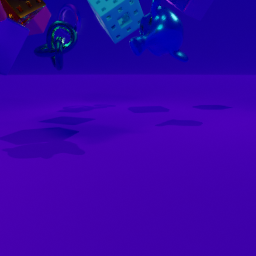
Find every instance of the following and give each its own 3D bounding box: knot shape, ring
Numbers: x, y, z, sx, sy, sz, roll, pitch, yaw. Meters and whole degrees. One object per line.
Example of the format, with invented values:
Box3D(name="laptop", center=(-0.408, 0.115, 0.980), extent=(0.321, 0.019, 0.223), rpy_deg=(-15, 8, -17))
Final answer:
Box3D(name="knot shape", center=(-2.468, -2.975, 9.855), extent=(1.707, 1.597, 0.789), rpy_deg=(39, 9, 36))
Box3D(name="ring", center=(-2.116, -3.891, 10.081), extent=(1.115, 1.115, 0.223), rpy_deg=(8, 20, 34))

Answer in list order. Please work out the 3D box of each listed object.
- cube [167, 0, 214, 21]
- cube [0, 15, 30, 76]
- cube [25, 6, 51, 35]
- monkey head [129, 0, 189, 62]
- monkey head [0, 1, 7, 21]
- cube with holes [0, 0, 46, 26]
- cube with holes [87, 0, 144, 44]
Box3D(name="cube", center=(2.093, -4.353, 9.213), extent=(1.027, 1.027, 1.027), rpy_deg=(-1, 44, -44))
Box3D(name="cube", center=(-2.809, -1.795, 5.332), extent=(1.082, 1.082, 1.082), rpy_deg=(34, 10, 13))
Box3D(name="cube", center=(-3.131, -3.569, 8.802), extent=(0.892, 0.892, 0.892), rpy_deg=(-1, -31, 20))
Box3D(name="monkey head", center=(0.702, -2.197, 6.610), extent=(1.052, 1.746, 1.256), rpy_deg=(-9, 26, 46))
Box3D(name="monkey head", center=(-2.405, -1.838, 3.783), extent=(1.162, 1.929, 1.388), rpy_deg=(-52, 11, -24))
Box3D(name="cube with holes", center=(-2.875, -2.975, 6.708), extent=(1.034, 1.034, 1.034), rpy_deg=(-22, 26, 38))
Box3D(name="cube with holes", center=(-0.374, -3.772, 8.920), extent=(1.224, 1.224, 1.224), rpy_deg=(-33, -30, 3))
